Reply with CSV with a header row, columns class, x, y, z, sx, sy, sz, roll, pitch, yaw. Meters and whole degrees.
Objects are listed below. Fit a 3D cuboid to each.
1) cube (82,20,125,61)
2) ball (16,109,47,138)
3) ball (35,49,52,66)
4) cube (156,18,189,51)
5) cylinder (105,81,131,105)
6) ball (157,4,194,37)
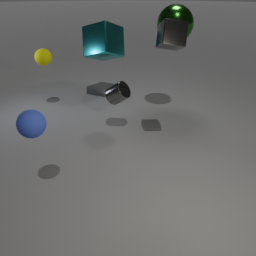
class,x,y,z,sx,sy,sz,roll,pitch,yaw
cube,-1.124,-3.967,12.921,1.400,1.400,1.400,0,5,35
ball,-2.330,-0.098,6.759,0.700,0.700,0.700,0,28,0
ball,-3.596,-3.008,11.879,0.700,0.700,0.700,0,28,0
cube,1.256,-2.667,8.064,0.700,0.700,0.700,5,5,-11
cylinder,-0.375,-1.301,10.447,0.700,0.700,0.700,-23,12,36
ball,1.815,-4.005,10.765,1.400,1.400,1.400,0,28,0
